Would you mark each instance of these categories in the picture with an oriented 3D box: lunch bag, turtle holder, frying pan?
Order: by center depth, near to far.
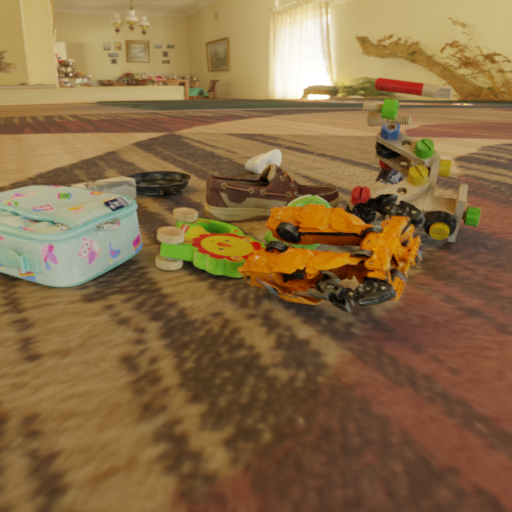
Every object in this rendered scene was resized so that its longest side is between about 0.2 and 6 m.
[{"bbox_3d":[-3.076,-0.377,8.280,2.498,0.963,2.003,10,21,26],"label":"lunch bag"},{"bbox_3d":[0.737,-0.481,9.040,0.833,1.096,0.778,28,13,-18],"label":"turtle holder"},{"bbox_3d":[-1.931,-1.587,12.666,1.566,0.421,2.589,-19,28,-41],"label":"frying pan"}]

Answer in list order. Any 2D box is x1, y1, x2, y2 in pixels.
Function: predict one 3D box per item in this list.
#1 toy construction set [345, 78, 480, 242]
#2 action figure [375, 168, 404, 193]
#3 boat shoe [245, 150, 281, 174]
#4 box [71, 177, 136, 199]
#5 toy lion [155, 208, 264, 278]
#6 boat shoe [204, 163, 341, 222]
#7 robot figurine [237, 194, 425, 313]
[{"bbox_3d":[2.778,-1.448,9.266,2.051,2.670,2.227,14,31,22],"label":"toy construction set"},{"bbox_3d":[3.202,-1.504,12.045,1.208,0.419,0.786,25,2,-20],"label":"action figure"},{"bbox_3d":[0.205,-2.611,15.581,0.525,0.552,1.532,11,31,27],"label":"boat shoe"},{"bbox_3d":[-3.233,-1.367,11.956,0.535,0.446,1.303,15,24,36],"label":"box"},{"bbox_3d":[-0.601,-0.157,8.401,1.619,0.580,1.689,9,21,1],"label":"toy lion"},{"bbox_3d":[0.360,-1.290,10.870,2.774,0.998,1.001,-5,20,-14],"label":"boat shoe"},{"bbox_3d":[0.914,-0.038,6.538,2.163,0.630,1.568,7,57,38],"label":"robot figurine"}]
